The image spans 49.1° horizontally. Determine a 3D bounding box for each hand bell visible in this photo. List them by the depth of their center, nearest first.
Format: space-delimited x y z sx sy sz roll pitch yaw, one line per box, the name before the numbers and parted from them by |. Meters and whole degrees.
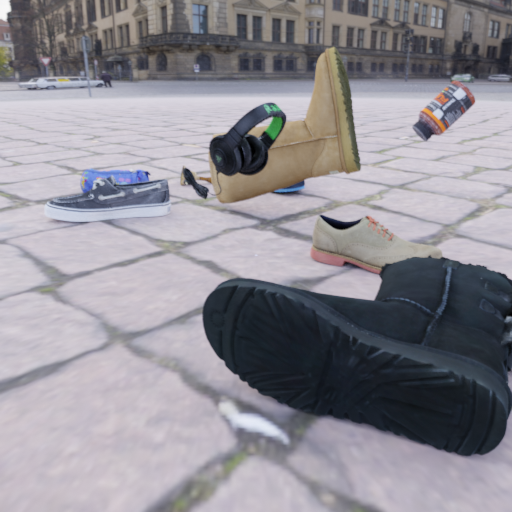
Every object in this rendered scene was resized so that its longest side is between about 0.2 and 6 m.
hand bell | -1.504 -2.103 15.279 1.058 0.551 0.551 8 17 -17

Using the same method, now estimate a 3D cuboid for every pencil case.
pencil case | -3.494 -1.829 13.889 1.712 0.743 0.668 4 39 13

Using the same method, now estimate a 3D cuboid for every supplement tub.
supplement tub | 2.690 -2.070 8.105 0.874 0.467 0.467 -44 19 9

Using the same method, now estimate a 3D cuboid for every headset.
headset | -0.347 -1.564 8.194 0.850 1.809 1.117 48 25 12

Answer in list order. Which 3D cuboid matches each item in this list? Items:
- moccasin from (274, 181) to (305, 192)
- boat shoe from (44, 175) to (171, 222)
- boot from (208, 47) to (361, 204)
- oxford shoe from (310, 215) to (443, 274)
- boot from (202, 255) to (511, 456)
moccasin | 0.374 -2.422 15.089 1.212 1.027 3.012 -8 21 -22
boat shoe | -3.198 -1.291 12.118 2.663 0.903 0.955 -4 20 -10
boot | 0.465 -2.768 12.123 3.210 2.811 1.062 -8 -5 20
oxford shoe | 1.967 -0.216 9.220 2.234 0.835 0.787 7 21 19
boot | 1.397 0.671 6.227 3.248 1.202 2.661 16 27 21
